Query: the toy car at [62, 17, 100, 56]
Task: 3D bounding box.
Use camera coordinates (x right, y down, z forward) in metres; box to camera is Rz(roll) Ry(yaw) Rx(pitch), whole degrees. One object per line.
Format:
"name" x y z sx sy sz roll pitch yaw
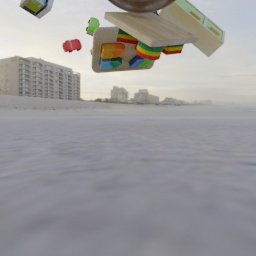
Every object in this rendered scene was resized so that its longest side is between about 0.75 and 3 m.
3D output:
"toy car" -1.507 -3.579 11.047 1.841 1.732 0.410 16 -3 -22

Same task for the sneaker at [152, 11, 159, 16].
"sneaker" 0.487 -3.547 7.491 0.991 1.158 2.794 40 -3 40

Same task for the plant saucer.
"plant saucer" 0.309 -3.458 5.522 2.241 2.241 0.359 0 37 -7

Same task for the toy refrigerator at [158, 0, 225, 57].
"toy refrigerator" 2.191 -3.527 9.439 2.284 0.867 0.799 35 -44 -11

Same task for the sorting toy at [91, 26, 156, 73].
"sorting toy" 0.006 -2.724 10.261 2.628 0.518 2.839 -6 -13 -10

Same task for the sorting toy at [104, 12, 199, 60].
"sorting toy" 0.472 -2.037 6.202 1.525 0.534 1.534 -19 48 -39

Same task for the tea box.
"tea box" -3.185 -4.388 9.771 0.842 0.563 0.829 -9 -23 43
